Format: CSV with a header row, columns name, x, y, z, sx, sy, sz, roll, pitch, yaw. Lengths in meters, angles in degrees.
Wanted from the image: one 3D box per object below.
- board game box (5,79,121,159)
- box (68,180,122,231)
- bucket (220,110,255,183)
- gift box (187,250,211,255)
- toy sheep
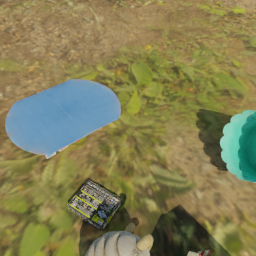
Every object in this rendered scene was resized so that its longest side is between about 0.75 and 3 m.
name,x,y,z,sx,sy,sz,roll,pitch,yaw
board game box,-1.604,-0.243,7.166,2.819,0.549,2.227,-29,50,-25
box,-0.679,1.575,5.768,0.882,0.195,0.707,25,54,23
bucket,2.793,0.404,5.811,0.982,1.510,1.510,8,40,-36
gift box,1.359,2.585,3.974,1.292,1.277,1.384,-13,30,51
toy sheep,-0.152,2.157,4.459,1.142,1.656,1.142,28,24,-14
